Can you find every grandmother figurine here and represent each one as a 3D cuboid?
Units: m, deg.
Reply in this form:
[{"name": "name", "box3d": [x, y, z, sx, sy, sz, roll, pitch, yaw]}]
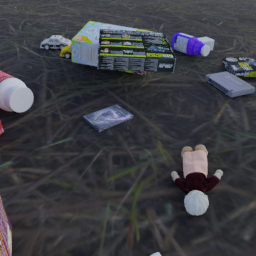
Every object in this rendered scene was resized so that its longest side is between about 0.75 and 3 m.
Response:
[{"name": "grandmother figurine", "box3d": [1.403, 1.028, 5.706, 1.023, 0.511, 1.686, -18, 30, 25]}]

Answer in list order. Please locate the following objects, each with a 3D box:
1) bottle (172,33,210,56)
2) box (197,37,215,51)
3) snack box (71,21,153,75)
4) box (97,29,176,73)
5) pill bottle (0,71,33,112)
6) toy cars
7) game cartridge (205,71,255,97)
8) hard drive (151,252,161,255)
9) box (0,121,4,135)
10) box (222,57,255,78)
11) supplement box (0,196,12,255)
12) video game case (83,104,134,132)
[{"name": "bottle", "box3d": [2.738, -3.626, 12.307, 0.611, 0.782, 1.873, -22, 39, -29]}, {"name": "box", "box3d": [3.366, -3.826, 12.875, 0.981, 0.478, 0.610, -15, 37, -22]}, {"name": "snack box", "box3d": [-0.518, -3.308, 11.318, 2.927, 0.991, 2.469, 10, 38, 4]}, {"name": "box", "box3d": [0.208, -2.624, 9.348, 2.410, 0.573, 2.327, 1, 40, -6]}, {"name": "pill bottle", "box3d": [-3.657, -1.090, 8.332, 1.782, 1.000, 1.000, 24, 41, 32]}, {"name": "toy cars", "box3d": [-2.800, -3.775, 12.638, 2.989, 0.662, 1.340, 28, 42, 35]}, {"name": "game cartridge", "box3d": [3.494, -1.523, 9.670, 0.978, 0.289, 1.508, -8, 35, -20]}, {"name": "hard drive", "box3d": [0.430, 2.630, 3.491, 1.244, 0.248, 1.887, -18, 37, -25]}, {"name": "box", "box3d": [-4.655, -0.307, 6.896, 2.623, 1.307, 1.252, 9, 35, 15]}, {"name": "box", "box3d": [4.431, -2.359, 10.836, 1.153, 0.319, 1.440, 0, 34, 0]}, {"name": "supplement box", "box3d": [-2.183, 1.818, 3.917, 0.877, 1.112, 1.699, -11, 34, -15]}, {"name": "video game case", "box3d": [-0.561, -0.313, 7.995, 1.190, 0.113, 0.850, -22, 40, -31]}]
